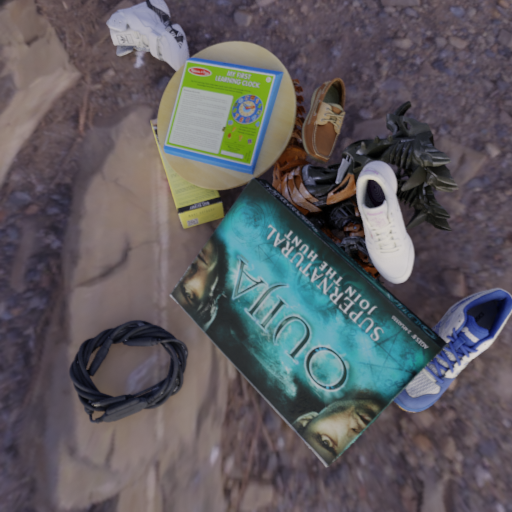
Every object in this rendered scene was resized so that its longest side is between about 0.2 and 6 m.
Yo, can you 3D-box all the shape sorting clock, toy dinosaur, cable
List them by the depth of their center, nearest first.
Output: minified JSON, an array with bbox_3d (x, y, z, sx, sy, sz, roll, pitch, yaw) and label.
[{"bbox_3d":[-2.226,1.971,10.015,2.057,0.522,1.678,-23,60,-9],"label":"cable"},{"bbox_3d":[1.550,-0.998,10.373,3.670,2.762,5.407,-21,92,11],"label":"toy dinosaur"},{"bbox_3d":[-0.622,-2.765,11.047,2.973,0.583,2.973,-1,88,23],"label":"shape sorting clock"}]

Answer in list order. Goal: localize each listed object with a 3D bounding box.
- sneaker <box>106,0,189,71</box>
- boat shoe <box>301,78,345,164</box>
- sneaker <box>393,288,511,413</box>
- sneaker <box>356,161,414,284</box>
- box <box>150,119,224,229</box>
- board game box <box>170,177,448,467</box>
[{"bbox_3d":[-2.562,-5.065,13.286,1.521,0.994,2.647,-22,60,-10],"label":"sneaker"},{"bbox_3d":[1.267,-2.516,10.138,0.654,0.639,1.729,18,64,-20],"label":"boat shoe"},{"bbox_3d":[3.330,1.491,9.615,1.030,1.206,2.737,42,70,12],"label":"sneaker"},{"bbox_3d":[1.883,-0.447,8.578,0.723,0.962,1.932,-13,99,25],"label":"sneaker"},{"bbox_3d":[-1.475,-1.865,11.827,0.951,0.633,2.527,-18,65,-8],"label":"box"},{"bbox_3d":[0.650,1.041,9.483,4.144,0.583,2.803,44,110,20],"label":"board game box"}]
